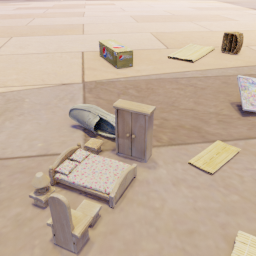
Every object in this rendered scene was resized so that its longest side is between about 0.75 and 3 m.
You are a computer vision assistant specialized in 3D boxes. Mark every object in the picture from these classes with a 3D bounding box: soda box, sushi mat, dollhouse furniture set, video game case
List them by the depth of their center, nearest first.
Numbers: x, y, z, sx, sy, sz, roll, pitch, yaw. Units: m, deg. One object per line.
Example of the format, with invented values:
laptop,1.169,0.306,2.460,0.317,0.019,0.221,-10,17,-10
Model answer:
sushi mat,2.471,2.150,3.481,2.385,0.144,1.141,16,33,25
dollhouse furniture set,-0.695,0.565,5.114,1.450,1.238,2.797,14,33,22
sushi mat,1.916,0.620,6.170,1.249,0.076,0.597,-26,39,-37
video game case,3.582,-0.972,8.048,0.803,0.101,1.121,7,64,-13
soda box,-0.563,-3.292,12.267,0.758,0.716,2.238,-13,33,-21
sushi mat,3.073,-3.635,13.410,1.342,0.170,2.805,18,35,29

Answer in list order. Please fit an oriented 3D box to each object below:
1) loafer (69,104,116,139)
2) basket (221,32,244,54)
loafer,-0.757,-0.164,6.916,1.724,0.603,0.601,16,26,18
basket,4.929,-4.000,13.223,0.733,0.984,0.702,-7,31,-17
